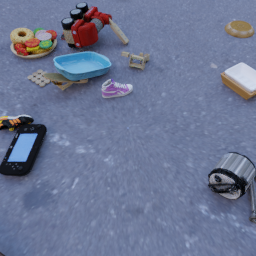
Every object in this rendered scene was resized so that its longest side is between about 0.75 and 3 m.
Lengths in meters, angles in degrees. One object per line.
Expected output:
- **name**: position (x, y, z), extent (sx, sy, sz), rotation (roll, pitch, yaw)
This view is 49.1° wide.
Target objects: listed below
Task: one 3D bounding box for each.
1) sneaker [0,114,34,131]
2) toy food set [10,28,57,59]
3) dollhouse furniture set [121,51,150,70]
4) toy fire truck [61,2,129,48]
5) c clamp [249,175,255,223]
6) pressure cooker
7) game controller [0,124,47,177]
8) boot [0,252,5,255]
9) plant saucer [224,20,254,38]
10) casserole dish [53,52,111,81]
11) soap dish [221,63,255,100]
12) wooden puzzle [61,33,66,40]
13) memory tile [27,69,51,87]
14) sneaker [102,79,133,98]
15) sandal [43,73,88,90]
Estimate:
- **sneaker**: position (-4.075, -0.127, 10.205), extent (1.282, 0.448, 0.577), rotation (-2, 57, 3)
- **toy food set**: position (-4.521, -4.157, 13.501), extent (2.239, 0.550, 2.263), rotation (-10, 50, -8)
- **dollhouse furniture set**: position (0.329, -3.108, 12.761), extent (1.088, 0.605, 0.962), rotation (17, 27, 14)
- **toy fire truck**: position (-1.443, -4.654, 13.364), extent (2.634, 1.695, 2.319), rotation (11, 51, 17)
- **c clamp**: position (4.034, 2.062, 8.450), extent (1.990, 0.315, 2.329), rotation (8, 48, 0)
- **pressure cooker**: position (3.037, 1.482, 8.354), extent (1.145, 1.127, 1.281), rotation (31, 53, 27)
- **game controller**: position (-3.510, 0.696, 9.456), extent (1.103, 0.445, 2.115), rotation (5, 49, 5)
- **boot**: position (-4.626, 3.828, 6.604), extent (2.656, 0.915, 2.850), rotation (23, 58, 21)
- **plant saucer**: position (5.836, -5.212, 14.584), extent (1.528, 0.271, 1.528), rotation (0, 50, 0)
- **casserole dish**: position (-1.916, -2.615, 11.881), extent (2.601, 0.505, 1.575), rotation (-24, 52, -40)
- **soap dish**: position (4.803, -1.926, 11.551), extent (1.253, 0.647, 1.593), rotation (-28, 55, -21)
- **wooden puzzle**: position (-2.606, -4.928, 14.413), extent (1.329, 0.157, 2.240), rotation (8, 51, 7)
- **memory tile**: position (-3.753, -2.164, 12.123), extent (1.029, 0.086, 0.788), rotation (30, 56, 24)
- **sneaker**: position (-0.410, -1.665, 11.270), extent (1.318, 0.751, 0.478), rotation (-17, 50, -15)
- **sandal**: position (-2.555, -1.840, 11.558), extent (1.924, 0.633, 0.705), rotation (-7, 40, -36)
